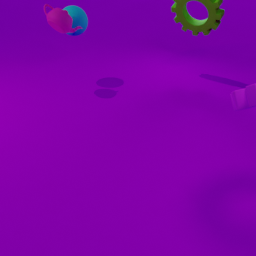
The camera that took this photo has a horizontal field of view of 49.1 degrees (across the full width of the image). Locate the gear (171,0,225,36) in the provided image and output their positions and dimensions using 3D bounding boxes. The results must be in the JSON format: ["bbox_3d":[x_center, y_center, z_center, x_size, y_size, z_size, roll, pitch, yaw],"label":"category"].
[{"bbox_3d":[2.313,-3.927,9.386,1.736,1.736,0.321,20,61,28],"label":"gear"}]

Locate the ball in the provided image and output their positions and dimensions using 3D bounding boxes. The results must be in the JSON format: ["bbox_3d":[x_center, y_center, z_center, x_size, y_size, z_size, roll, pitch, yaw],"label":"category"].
[{"bbox_3d":[-1.831,-3.594,9.408,0.955,0.955,0.955,0,33,0],"label":"ball"}]

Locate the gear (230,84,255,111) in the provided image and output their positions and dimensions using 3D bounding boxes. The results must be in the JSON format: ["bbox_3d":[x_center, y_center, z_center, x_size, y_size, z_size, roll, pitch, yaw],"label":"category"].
[{"bbox_3d":[2.299,-0.553,4.022,1.533,0.283,1.533,-12,-2,0],"label":"gear"}]

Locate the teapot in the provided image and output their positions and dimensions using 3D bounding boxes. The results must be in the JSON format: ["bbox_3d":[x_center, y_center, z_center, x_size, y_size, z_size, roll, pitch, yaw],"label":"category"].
[{"bbox_3d":[-2.004,-3.292,8.549,1.279,0.626,0.795,33,-8,-23],"label":"teapot"}]
